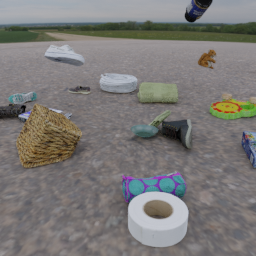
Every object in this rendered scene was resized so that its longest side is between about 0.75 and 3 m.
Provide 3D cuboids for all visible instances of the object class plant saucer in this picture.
[{"bbox_3d":[0.564,0.145,9.738,0.982,0.189,0.982,5,-21,2],"label":"plant saucer"}]

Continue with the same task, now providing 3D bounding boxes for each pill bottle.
[{"bbox_3d":[2.344,-4.083,9.494,0.624,0.624,1.116,-4,-9,-11],"label":"pill bottle"}]

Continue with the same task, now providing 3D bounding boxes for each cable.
[{"bbox_3d":[-0.555,-2.578,16.220,2.176,0.753,2.176,1,23,-1],"label":"cable"}]

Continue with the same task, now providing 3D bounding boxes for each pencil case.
[{"bbox_3d":[0.590,1.373,6.575,1.433,0.662,0.610,-5,15,-9],"label":"pencil case"}]

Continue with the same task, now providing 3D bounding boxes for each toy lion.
[{"bbox_3d":[4.657,-0.853,12.298,1.921,0.660,1.841,12,32,26],"label":"toy lion"}]

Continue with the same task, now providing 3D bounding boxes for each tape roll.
[{"bbox_3d":[0.607,1.837,5.763,1.237,0.433,1.237,1,22,0],"label":"tape roll"}]

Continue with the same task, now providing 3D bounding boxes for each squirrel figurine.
[{"bbox_3d":[3.300,-2.922,11.688,0.560,0.739,0.792,2,22,-38],"label":"squirrel figurine"}]

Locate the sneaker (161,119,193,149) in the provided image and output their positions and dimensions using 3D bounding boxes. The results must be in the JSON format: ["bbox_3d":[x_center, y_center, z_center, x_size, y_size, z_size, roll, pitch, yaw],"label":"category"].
[{"bbox_3d":[1.643,0.221,9.540,1.053,0.741,1.982,-2,14,11],"label":"sneaker"}]

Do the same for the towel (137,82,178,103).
[{"bbox_3d":[1.602,-1.893,14.829,2.143,0.527,2.888,2,21,3],"label":"towel"}]

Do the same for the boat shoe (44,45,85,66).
[{"bbox_3d":[-2.672,-3.177,11.890,2.179,0.712,0.802,17,-7,28],"label":"boat shoe"}]

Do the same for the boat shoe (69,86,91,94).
[{"bbox_3d":[-2.683,-2.157,15.592,1.312,0.425,0.472,7,23,17],"label":"boat shoe"}]

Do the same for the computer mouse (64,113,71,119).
[{"bbox_3d":[-2.576,-0.397,11.637,0.422,0.169,0.770,3,28,20],"label":"computer mouse"}]

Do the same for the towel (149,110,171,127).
[{"bbox_3d":[1.033,-0.210,10.248,0.242,0.982,1.324,50,36,6],"label":"towel"}]

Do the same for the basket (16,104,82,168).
[{"bbox_3d":[-2.521,0.387,9.037,1.497,1.563,2.098,26,6,-34],"label":"basket"}]

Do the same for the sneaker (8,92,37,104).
[{"bbox_3d":[-5.312,-1.485,13.988,0.642,0.546,1.408,4,13,44],"label":"sneaker"}]

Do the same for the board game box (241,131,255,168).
[{"bbox_3d":[4.515,0.666,8.526,1.672,0.516,1.673,3,22,8],"label":"board game box"}]

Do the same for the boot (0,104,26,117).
[{"bbox_3d":[-5.236,-0.669,11.570,1.774,0.706,2.038,-2,20,-4],"label":"boot"}]

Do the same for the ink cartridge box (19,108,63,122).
[{"bbox_3d":[-3.604,-0.502,11.700,1.287,0.282,1.300,13,27,28],"label":"ink cartridge box"}]
